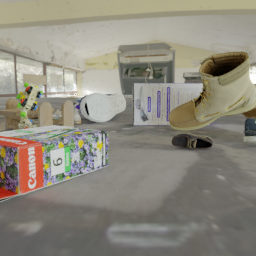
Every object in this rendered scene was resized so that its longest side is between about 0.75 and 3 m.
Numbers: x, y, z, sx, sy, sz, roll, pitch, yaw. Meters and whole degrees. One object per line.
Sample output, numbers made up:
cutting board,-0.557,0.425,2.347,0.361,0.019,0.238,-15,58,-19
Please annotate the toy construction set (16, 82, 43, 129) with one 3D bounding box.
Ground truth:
toy construction set,-2.451,-0.550,6.829,0.613,1.330,0.872,18,-40,-38

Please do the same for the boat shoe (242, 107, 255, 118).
boat shoe,5.581,-0.702,12.122,0.578,0.591,1.669,-2,17,-18

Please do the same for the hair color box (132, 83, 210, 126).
hair color box,1.466,-0.832,9.735,2.625,1.435,0.851,0,8,-3

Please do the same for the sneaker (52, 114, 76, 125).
sneaker,-2.177,-0.240,9.273,1.182,0.459,0.827,20,17,41

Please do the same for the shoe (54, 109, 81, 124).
shoe,-2.316,-0.494,10.609,0.685,0.523,1.960,-6,10,-37

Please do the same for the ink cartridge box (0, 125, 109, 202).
ink cartridge box,-1.498,0.389,3.782,1.309,0.605,2.403,5,8,34

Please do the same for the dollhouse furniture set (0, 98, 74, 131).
dollhouse furniture set,-3.074,-0.616,7.325,2.287,1.620,2.489,6,10,28

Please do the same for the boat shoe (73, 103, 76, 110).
boat shoe,-2.995,-1.189,15.807,0.522,0.495,1.493,7,11,43

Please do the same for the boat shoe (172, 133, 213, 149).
boat shoe,1.335,0.277,5.778,0.854,0.318,0.313,-1,8,4

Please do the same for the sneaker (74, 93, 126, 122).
sneaker,-1.561,-0.772,11.201,2.059,1.133,2.813,-6,8,30

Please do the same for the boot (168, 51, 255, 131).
boot,2.070,-0.914,7.552,2.588,0.942,2.011,-16,-34,22

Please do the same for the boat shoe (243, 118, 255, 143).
boat shoe,3.396,0.071,6.172,1.815,0.561,0.679,2,-3,-6
